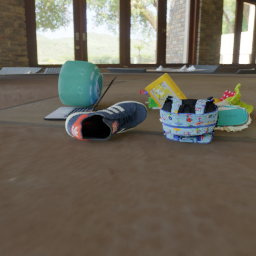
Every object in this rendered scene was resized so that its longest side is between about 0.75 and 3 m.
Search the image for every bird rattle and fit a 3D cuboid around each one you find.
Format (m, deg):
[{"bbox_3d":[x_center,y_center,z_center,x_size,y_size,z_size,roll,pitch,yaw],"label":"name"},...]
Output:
[{"bbox_3d":[3.767,-0.983,11.446,2.138,1.477,2.622,-16,11,3],"label":"bird rattle"}]

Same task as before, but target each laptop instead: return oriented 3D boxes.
[{"bbox_3d":[-1.941,-1.363,12.133,2.787,1.615,2.610,0,13,1],"label":"laptop"}]

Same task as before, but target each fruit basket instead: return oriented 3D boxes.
[{"bbox_3d":[1.480,-1.233,14.028,1.209,0.612,1.306,1,1,4],"label":"fruit basket"}]

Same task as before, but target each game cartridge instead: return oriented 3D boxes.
[{"bbox_3d":[1.576,-1.302,11.377,0.254,1.565,1.379,-43,8,-35],"label":"game cartridge"}]

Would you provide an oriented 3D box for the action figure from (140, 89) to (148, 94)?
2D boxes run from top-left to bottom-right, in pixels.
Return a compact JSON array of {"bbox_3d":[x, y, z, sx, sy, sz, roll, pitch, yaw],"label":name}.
[{"bbox_3d":[1.728,-2.497,19.141,1.834,0.474,0.600,9,14,22],"label":"action figure"}]

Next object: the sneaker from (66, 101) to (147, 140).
[{"bbox_3d":[-0.454,-0.142,8.678,2.767,1.037,1.169,-16,21,-23],"label":"sneaker"}]

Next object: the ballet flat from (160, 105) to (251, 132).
[{"bbox_3d":[2.616,-0.302,9.690,2.984,1.128,0.954,9,-14,16],"label":"ballet flat"}]

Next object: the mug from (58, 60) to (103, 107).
[{"bbox_3d":[-2.058,-2.069,13.400,1.612,2.142,2.607,7,8,9],"label":"mug"}]

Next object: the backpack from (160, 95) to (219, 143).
[{"bbox_3d":[1.779,-0.221,8.220,1.741,1.283,1.907,3,14,13],"label":"backpack"}]
